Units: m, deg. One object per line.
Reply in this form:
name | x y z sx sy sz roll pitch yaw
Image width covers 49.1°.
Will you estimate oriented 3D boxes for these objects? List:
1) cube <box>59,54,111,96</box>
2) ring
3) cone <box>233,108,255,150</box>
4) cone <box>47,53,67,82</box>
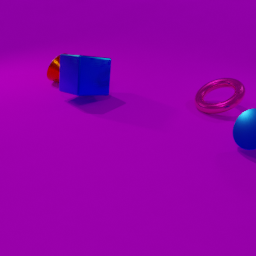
cube | -1.325 -1.628 8.602 1.146 1.146 1.146 -7 17 -42
ring | 2.649 -0.955 8.156 1.447 0.289 1.447 -20 36 16
cone | 3.047 0.138 6.304 0.944 0.941 0.941 18 19 -32
cone | -2.045 -1.834 9.928 1.156 1.152 1.152 38 41 13
